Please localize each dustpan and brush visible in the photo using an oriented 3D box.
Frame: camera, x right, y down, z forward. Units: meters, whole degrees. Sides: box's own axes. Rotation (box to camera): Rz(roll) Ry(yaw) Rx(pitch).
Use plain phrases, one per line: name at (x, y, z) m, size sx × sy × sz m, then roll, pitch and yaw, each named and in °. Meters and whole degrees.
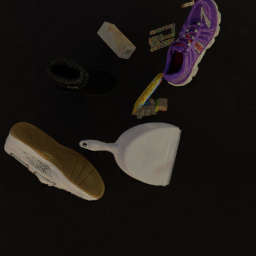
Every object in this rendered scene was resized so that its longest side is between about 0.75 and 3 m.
dustpan and brush at (0.003, 0.599, 7.411) m, size 2.503 × 0.716 × 1.747 m, roll 6°, pitch 103°, yaw -22°

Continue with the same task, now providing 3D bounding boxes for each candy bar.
candy bar at (0.615, -1.083, 8.388) m, size 0.218 × 0.491 × 1.968 m, roll 34°, pitch 47°, yaw 4°

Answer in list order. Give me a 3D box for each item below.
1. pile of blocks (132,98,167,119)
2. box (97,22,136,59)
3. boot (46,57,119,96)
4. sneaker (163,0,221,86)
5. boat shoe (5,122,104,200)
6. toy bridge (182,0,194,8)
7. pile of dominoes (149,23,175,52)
pile of blocks at (0.674, -0.590, 8.612) m, size 1.169 × 0.363 × 0.480 m, roll -15°, pitch 51°, yaw -9°
box at (-0.385, -2.915, 9.331) m, size 1.252 × 0.595 × 0.487 m, roll 49°, pitch 118°, yaw 16°
boot at (-1.257, -1.487, 8.260) m, size 2.066 × 1.545 × 0.778 m, roll -5°, pitch 80°, yaw -7°
sneaker at (1.847, -2.537, 8.334) m, size 1.082 × 1.120 × 2.684 m, roll 28°, pitch 105°, yaw 31°
boat shoe at (-1.976, 1.060, 7.543) m, size 2.914 × 1.010 × 1.032 m, roll 38°, pitch 29°, yaw -4°
toy bridge at (2.087, -4.273, 9.698) m, size 0.439 × 0.178 × 1.307 m, roll -23°, pitch 110°, yaw -18°
pile of dominoes at (1.169, -2.992, 9.387) m, size 0.964 × 0.751 × 0.153 m, roll -21°, pitch 48°, yaw -7°
